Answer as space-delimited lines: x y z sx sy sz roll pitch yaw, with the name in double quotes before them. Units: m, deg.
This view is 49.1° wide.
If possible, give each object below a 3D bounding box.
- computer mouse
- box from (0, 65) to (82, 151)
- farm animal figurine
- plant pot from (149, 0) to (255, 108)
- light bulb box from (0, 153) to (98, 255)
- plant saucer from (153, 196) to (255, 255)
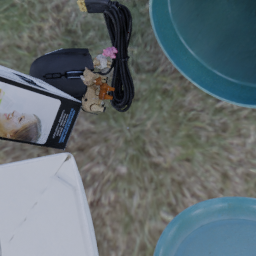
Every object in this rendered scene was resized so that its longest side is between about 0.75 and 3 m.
"computer mouse" -1.106 -1.357 5.182 2.774 0.638 1.947 10 103 36
"box" -2.163 -0.528 3.720 1.575 2.700 0.812 28 98 44
"farm animal figurine" -0.454 -0.690 3.868 0.427 0.685 0.848 10 61 -17
"plant pot" 2.215 -2.183 4.676 2.746 2.746 2.580 39 75 9
"light bulb box" -1.762 1.552 3.432 2.723 2.748 1.715 -10 78 -11
"plant saucer" 1.574 1.874 3.385 2.558 0.351 2.558 -4 31 3
